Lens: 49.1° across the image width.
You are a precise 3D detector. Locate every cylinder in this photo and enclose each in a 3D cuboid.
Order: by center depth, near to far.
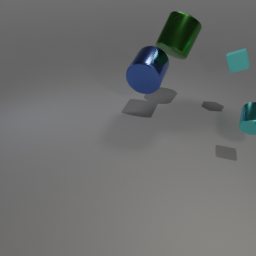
[{"bbox_3d":[3.662,-0.273,8.198,0.700,0.700,0.700,11,58,19],"label":"cylinder"},{"bbox_3d":[0.790,-2.289,11.040,1.400,1.400,1.400,10,45,17],"label":"cylinder"},{"bbox_3d":[2.035,-3.712,11.308,1.400,1.400,1.400,26,5,-2],"label":"cylinder"}]

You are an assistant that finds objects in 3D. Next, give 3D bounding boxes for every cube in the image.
[{"bbox_3d":[4.253,-2.603,10.832,0.700,0.700,0.700,-10,16,29],"label":"cube"}]
